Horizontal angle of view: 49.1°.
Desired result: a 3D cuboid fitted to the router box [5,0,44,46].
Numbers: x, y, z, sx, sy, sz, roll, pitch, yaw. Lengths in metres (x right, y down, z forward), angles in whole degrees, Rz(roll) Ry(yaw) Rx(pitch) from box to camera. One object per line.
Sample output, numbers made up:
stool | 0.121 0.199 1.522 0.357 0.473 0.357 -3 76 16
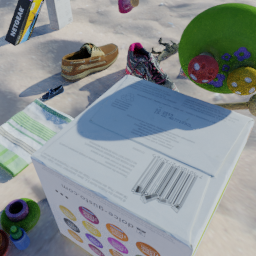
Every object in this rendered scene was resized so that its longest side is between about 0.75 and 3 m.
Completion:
router box | -2.888 -3.055 7.863 0.344 1.347 1.005 29 27 -9

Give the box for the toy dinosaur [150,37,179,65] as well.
toy dinosaur | 1.505 -3.217 11.558 0.943 0.508 2.139 34 57 21

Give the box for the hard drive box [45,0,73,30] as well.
hard drive box | -3.222 -5.566 13.194 0.551 1.433 1.117 21 48 19

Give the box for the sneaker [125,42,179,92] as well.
sneaker | 0.713 -1.902 9.789 1.181 1.094 2.930 -22 50 -20

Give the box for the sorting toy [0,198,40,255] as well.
sorting toy | -2.638 2.138 6.015 1.071 0.732 1.783 20 48 19

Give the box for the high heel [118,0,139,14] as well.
high heel | -0.029 -3.977 7.409 0.586 1.741 0.835 -12 13 -29

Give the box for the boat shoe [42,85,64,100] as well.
boat shoe | -2.629 -1.264 9.718 0.353 0.288 0.839 33 54 28

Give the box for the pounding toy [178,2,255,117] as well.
pounding toy | 1.903 -0.960 5.410 1.919 2.487 1.154 -1 44 26

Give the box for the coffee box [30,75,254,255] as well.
coffee box | 0.365 1.101 5.598 2.783 2.757 2.788 24 50 22

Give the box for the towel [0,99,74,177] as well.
towel | -2.981 0.147 8.260 1.814 0.373 2.431 25 50 24

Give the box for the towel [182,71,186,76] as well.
towel | 2.893 -2.468 10.994 1.209 0.191 1.679 15 47 13

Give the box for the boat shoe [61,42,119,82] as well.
boat shoe | -1.403 -2.700 10.657 0.999 0.975 2.641 33 54 29
